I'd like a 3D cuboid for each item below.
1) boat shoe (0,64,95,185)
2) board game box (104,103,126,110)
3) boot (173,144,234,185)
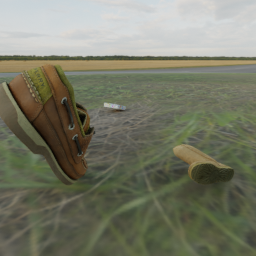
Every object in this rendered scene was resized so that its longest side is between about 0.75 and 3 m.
[{"bbox_3d":[-0.769,0.096,3.576,0.772,0.817,2.272,-32,-22,-9],"label":"boat shoe"},{"bbox_3d":[-0.480,-0.801,10.407,0.539,0.137,0.802,11,4,20],"label":"board game box"},{"bbox_3d":[1.018,0.529,4.385,0.866,0.327,0.989,14,11,-31],"label":"boot"}]
